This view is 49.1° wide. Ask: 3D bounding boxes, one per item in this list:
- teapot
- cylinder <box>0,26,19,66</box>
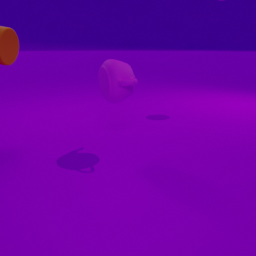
[{"bbox_3d":[-0.214,-1.032,6.123,0.746,0.947,1.523,-12,16,-21],"label":"teapot"},{"bbox_3d":[-3.340,-2.068,6.919,0.911,0.911,0.911,11,19,7],"label":"cylinder"}]
